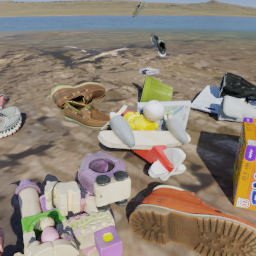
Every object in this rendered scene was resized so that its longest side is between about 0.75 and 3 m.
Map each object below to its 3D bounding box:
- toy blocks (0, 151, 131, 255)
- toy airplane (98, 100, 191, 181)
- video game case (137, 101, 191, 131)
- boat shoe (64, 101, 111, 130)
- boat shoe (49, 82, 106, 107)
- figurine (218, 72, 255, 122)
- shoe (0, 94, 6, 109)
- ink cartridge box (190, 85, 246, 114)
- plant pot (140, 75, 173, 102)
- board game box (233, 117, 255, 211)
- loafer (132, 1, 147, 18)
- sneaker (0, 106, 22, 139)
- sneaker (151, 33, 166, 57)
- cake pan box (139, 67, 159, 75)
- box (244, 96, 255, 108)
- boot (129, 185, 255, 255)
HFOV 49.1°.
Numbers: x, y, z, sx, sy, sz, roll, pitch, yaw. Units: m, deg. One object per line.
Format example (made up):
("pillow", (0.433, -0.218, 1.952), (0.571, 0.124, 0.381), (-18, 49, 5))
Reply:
("toy blocks", (-1.353, 1.307, 4.398), (2.271, 2.430, 2.045), (-10, 33, -21))
("toy airplane", (0.593, 0.179, 7.555), (2.552, 1.808, 2.563), (17, 16, 1))
("video game case", (1.065, -0.202, 8.849), (1.638, 1.493, 0.180), (-2, 43, -5))
("boat shoe", (-1.494, -0.500, 10.335), (2.183, 0.742, 0.785), (11, 27, 22))
("boat shoe", (-2.048, -1.355, 12.192), (2.710, 0.975, 0.915), (-13, 60, -42))
("figurine", (4.698, -0.995, 10.637), (2.279, 1.005, 2.335), (12, 48, 8))
("shoe", (-5.533, -1.112, 12.010), (0.354, 0.451, 0.991), (0, 25, 0))
("ink cartridge box", (3.751, -1.056, 11.767), (1.793, 0.365, 1.797), (19, 49, 36))
("plant pot", (1.241, -1.494, 12.100), (1.258, 1.306, 1.306), (13, 25, 0))
("board game box", (3.360, 0.848, 6.401), (1.587, 1.586, 1.588), (8, 26, 17))
("loafer", (0.481, -5.613, 13.173), (0.320, 0.918, 0.345), (26, 37, -31))
("sneaker", (-4.547, -0.181, 9.165), (1.093, 1.154, 2.808), (8, 25, 16))
("sneaker", (1.070, -2.907, 9.533), (0.303, 0.913, 0.413), (-21, -13, -14))
("cake pan box", (1.308, -3.546, 17.528), (0.969, 0.253, 0.892), (-19, 29, -36))
("box", (5.143, -1.377, 12.700), (1.524, 0.381, 1.535), (12, 27, 23))
("boot", (1.396, 1.720, 5.442), (2.448, 0.919, 1.313), (10, 21, 22))
